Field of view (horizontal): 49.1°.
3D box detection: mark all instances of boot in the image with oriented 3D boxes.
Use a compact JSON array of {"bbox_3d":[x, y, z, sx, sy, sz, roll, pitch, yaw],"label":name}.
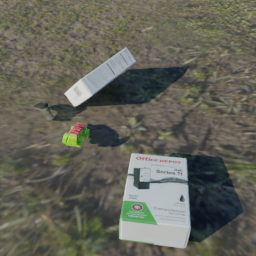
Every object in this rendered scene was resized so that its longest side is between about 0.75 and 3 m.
[{"bbox_3d":[-2.700,-0.508,9.058,0.315,0.609,0.932,-36,26,-26],"label":"boot"}]

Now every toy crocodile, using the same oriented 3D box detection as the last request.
[{"bbox_3d":[-1.476,0.146,8.142,0.539,0.493,1.598,15,21,2],"label":"toy crocodile"}]

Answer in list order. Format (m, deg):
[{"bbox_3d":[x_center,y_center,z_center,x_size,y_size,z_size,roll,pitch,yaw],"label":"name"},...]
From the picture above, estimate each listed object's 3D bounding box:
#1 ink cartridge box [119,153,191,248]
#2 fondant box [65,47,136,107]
[{"bbox_3d":[0.659,1.597,6.594,1.480,0.839,2.019,5,38,5],"label":"ink cartridge box"},{"bbox_3d":[-0.937,-1.684,9.404,2.156,1.555,0.628,-42,102,-30],"label":"fondant box"}]
